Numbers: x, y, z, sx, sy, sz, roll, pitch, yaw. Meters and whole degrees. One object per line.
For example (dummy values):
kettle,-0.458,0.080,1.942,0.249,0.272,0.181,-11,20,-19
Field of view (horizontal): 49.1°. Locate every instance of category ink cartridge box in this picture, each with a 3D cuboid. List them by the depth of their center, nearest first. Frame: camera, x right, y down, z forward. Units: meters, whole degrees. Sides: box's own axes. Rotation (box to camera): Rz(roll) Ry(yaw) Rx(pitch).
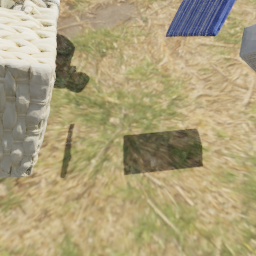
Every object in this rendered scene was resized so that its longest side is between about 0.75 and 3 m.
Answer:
ink cartridge box,3.073,-1.388,5.336,1.570,1.141,0.687,25,72,-35

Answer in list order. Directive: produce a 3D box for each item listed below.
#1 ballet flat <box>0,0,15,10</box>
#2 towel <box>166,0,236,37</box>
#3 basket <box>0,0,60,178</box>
ballet flat,-2.084,-1.255,4.738,0.790,0.790,2.274,22,101,13
towel,1.258,-1.984,4.817,0.958,0.158,1.323,-62,32,1
basket,-2.196,-0.595,4.319,1.938,2.859,1.763,3,51,-24
